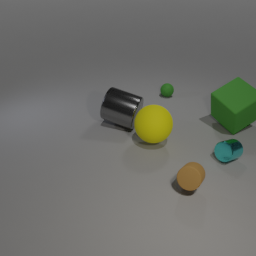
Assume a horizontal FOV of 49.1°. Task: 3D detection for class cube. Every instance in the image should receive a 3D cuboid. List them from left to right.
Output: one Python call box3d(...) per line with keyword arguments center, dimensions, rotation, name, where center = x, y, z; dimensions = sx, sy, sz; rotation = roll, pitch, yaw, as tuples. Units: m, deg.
box3d(center=(4.320, -0.891, 11.233), dimensions=(1.400, 1.400, 1.400), rotation=(-31, 52, -8), name="cube")

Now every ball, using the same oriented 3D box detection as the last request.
box3d(center=(0.927, -0.148, 10.169), dimensions=(1.400, 1.400, 1.400), rotation=(0, 29, 0), name="ball")
box3d(center=(2.038, -1.976, 14.586), dimensions=(0.700, 0.700, 0.700), rotation=(0, 29, 0), name="ball")

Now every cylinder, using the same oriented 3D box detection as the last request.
box3d(center=(-0.240, -0.817, 11.552), dimensions=(1.400, 1.400, 1.400), rotation=(20, 33, 10), name="cylinder")
box3d(center=(1.836, 1.387, 8.119), dimensions=(0.700, 0.700, 0.700), rotation=(14, 10, 23), name="cylinder")
box3d(center=(3.441, 0.761, 9.568), dimensions=(0.700, 0.700, 0.700), rotation=(-8, 28, -39), name="cylinder")
